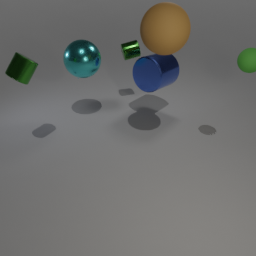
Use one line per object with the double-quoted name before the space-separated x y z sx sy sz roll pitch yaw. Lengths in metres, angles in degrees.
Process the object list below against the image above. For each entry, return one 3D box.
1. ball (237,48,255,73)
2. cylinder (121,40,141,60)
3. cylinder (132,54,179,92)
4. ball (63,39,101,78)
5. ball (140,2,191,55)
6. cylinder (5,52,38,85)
"ball" 3.471 -1.916 7.944 0.700 0.700 0.700 0 32 0
"cylinder" 0.110 -3.309 11.909 0.700 0.700 0.700 -17 33 -3
"cylinder" 1.133 -2.270 11.290 1.400 1.400 1.400 23 33 32
"ball" -1.698 -2.565 10.432 1.400 1.400 1.400 0 32 0
"ball" 1.035 -2.755 7.822 1.400 1.400 1.400 0 32 0
"cylinder" -3.093 -1.736 8.165 0.700 0.700 0.700 30 6 -4
